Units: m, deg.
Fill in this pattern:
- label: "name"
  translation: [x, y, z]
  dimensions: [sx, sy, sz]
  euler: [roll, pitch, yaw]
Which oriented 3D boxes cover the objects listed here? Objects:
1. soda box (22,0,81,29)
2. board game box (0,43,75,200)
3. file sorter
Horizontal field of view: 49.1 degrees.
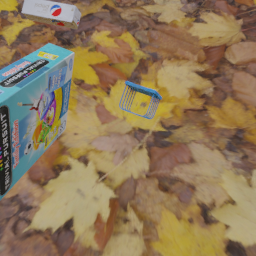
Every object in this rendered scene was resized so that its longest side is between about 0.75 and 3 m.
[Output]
- label: "soda box"
  translation: [-2.644, -3.980, 9.728]
  dimensions: [1.878, 0.640, 0.598]
  euler: [13, 89, 8]
- label: "board game box"
  translation: [-1.636, -0.125, 4.345]
  dimensions: [0.525, 1.689, 2.237]
  euler: [21, 37, 7]
- label: "file sorter"
  translation: [0.281, -0.569, 6.150]
  dimensions: [0.680, 0.981, 0.602]
  euler: [20, 92, 14]
